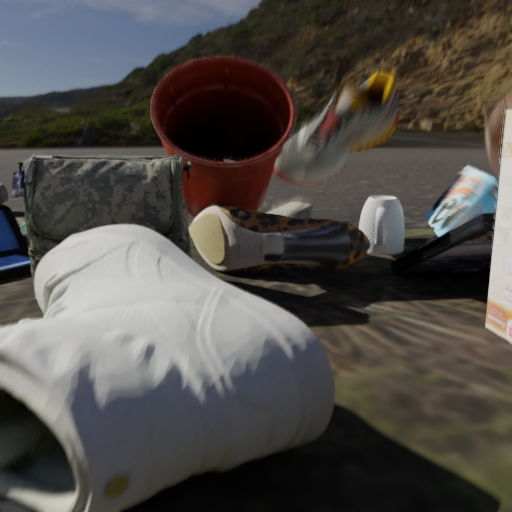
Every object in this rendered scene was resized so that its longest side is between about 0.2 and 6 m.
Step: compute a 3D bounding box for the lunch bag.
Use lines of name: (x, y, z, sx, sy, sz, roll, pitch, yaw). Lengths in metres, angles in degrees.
lunch bag: (-1.655, -0.376, 6.349, 1.861, 1.561, 1.297, -1, 13, -6)

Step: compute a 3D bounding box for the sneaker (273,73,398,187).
sneaker: (1.328, -2.222, 9.604, 2.774, 1.139, 1.080, -38, 60, -19)

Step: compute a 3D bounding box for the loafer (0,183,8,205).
loafer: (-6.882, -1.376, 11.560, 3.207, 1.119, 1.121, -5, 13, -23)

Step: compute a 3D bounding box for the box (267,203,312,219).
box: (0.543, -0.560, 9.382, 0.420, 0.504, 1.227, 9, 18, 22)

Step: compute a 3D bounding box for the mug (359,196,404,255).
mug: (1.870, -0.456, 8.362, 0.681, 0.809, 0.923, 4, 14, 16)

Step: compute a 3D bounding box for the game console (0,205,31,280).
game console: (-3.434, -0.185, 7.287, 1.172, 0.776, 1.333, 8, 16, 31)

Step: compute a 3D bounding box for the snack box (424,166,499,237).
snack box: (3.031, -0.744, 8.233, 0.336, 1.052, 1.811, 38, 16, -1)

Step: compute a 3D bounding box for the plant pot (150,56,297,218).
plant pot: (-0.464, -1.449, 7.880, 1.858, 1.858, 1.807, -1, -28, -5)

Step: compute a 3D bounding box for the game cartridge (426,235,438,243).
game cartridge: (3.121, -0.233, 8.857, 0.565, 0.171, 0.847, 7, 15, 40)

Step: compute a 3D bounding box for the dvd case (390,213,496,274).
dvd case: (2.655, -0.118, 6.249, 1.591, 0.196, 2.229, -3, -12, -9)

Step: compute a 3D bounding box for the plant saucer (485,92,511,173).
plant saucer: (2.832, -1.307, 5.895, 0.189, 1.033, 1.033, 0, 11, -35)

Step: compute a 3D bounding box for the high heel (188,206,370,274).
high heel: (0.263, -0.206, 7.515, 1.701, 0.852, 2.386, -2, 9, -37)

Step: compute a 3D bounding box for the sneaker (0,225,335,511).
sneaker: (-1.233, 0.498, 3.602, 1.786, 1.138, 3.090, -8, 16, -42)

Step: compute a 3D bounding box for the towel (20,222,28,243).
towel: (-3.390, -0.564, 10.087, 1.615, 0.239, 2.202, -3, 14, -10)

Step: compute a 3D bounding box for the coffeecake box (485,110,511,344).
coffeecake box: (2.936, -0.238, 4.807, 1.532, 1.996, 0.729, -2, 14, -9)
